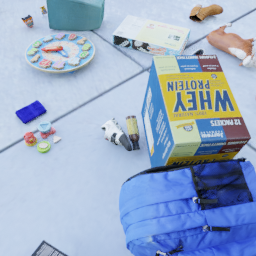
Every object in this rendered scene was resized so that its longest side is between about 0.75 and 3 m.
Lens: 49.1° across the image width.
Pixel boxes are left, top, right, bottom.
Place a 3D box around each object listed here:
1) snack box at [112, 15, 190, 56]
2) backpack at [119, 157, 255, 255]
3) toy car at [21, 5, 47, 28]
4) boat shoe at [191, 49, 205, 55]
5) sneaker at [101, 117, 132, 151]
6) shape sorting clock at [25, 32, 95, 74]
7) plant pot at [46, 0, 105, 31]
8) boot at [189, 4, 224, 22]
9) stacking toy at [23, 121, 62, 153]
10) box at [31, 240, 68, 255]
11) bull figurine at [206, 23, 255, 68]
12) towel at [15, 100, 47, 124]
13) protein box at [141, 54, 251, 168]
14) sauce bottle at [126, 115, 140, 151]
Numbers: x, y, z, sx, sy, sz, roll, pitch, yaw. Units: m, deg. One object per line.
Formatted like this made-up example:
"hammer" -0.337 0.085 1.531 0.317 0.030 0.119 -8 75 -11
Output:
"snack box" 0.993 -3.840 11.782 2.897 0.537 1.683 19 54 14
"backpack" 1.242 1.976 5.997 2.829 2.298 2.374 -3 54 -3
"toy car" -4.146 -5.051 12.776 0.743 0.504 1.515 20 53 43
"boat shoe" 2.292 -2.313 10.467 1.987 0.681 0.715 -37 60 -26
"sneaker" -0.368 0.307 8.506 0.627 0.525 1.417 -29 46 -10
"shape sorting clock" -2.695 -3.084 11.180 2.752 0.540 2.752 0 51 0
"plant pot" -2.217 -5.279 12.379 2.247 1.588 1.588 11 52 -1
"boot" 3.590 -5.296 12.948 1.428 0.548 1.109 20 53 16
"stacking toy" -2.621 0.243 8.586 0.890 0.415 0.983 33 59 24
"box" -1.762 3.432 5.558 1.322 0.739 1.873 8 47 40
"bull figurine" 4.389 -3.344 11.235 1.510 0.810 2.488 -34 60 -27
"towel" -3.248 -0.562 9.357 0.890 0.220 0.657 -37 59 -26
"protein box" 1.475 -0.124 7.320 1.691 2.488 2.506 -4 58 -8
"sauce bottle" 0.167 0.156 8.434 0.345 0.345 1.066 -8 81 -6
